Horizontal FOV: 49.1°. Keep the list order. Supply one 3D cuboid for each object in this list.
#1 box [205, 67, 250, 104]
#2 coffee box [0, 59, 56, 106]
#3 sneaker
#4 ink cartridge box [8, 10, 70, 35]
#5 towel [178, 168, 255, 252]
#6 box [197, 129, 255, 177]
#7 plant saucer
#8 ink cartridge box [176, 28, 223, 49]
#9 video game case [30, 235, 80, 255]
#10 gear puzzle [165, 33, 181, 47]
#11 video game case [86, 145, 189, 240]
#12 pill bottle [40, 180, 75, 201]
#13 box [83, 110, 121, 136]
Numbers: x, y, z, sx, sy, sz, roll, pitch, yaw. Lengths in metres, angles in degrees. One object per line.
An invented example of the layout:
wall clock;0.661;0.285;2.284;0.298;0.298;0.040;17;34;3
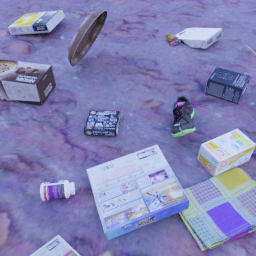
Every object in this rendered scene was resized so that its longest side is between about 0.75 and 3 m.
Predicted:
box;4.164;-1.808;11.772;1.491;0.798;1.107;23;48;23
coffee box;-4.622;-1.949;11.716;2.691;1.074;1.521;9;44;10
sneaker;1.862;-0.438;9.931;0.874;0.954;2.278;-19;23;19
ink cartridge box;-5.139;-6.314;16.339;2.612;0.621;2.643;2;46;20
towel;2.749;2.144;7.932;2.653;0.302;1.905;-16;44;-16
box;3.156;0.792;9.037;1.551;0.786;0.872;-20;46;-20
plant saucer;-1.930;-4.154;12.771;0.472;2.944;2.944;33;47;-6
ink cartridge box;3.753;-4.993;15.526;2.267;0.568;1.839;17;44;43
video game case;-1.769;3.336;6.562;1.280;0.161;1.404;30;34;28
gear puzzle;2.400;-4.942;15.393;0.631;0.160;1.218;-28;46;4
video game case;0.203;1.734;8.052;2.364;0.537;2.143;-19;45;-8
pill bottle;-2.037;1.813;8.160;0.939;0.528;0.528;-5;44;-5
box;-0.934;-0.201;10.355;1.207;0.300;1.198;1;39;5
